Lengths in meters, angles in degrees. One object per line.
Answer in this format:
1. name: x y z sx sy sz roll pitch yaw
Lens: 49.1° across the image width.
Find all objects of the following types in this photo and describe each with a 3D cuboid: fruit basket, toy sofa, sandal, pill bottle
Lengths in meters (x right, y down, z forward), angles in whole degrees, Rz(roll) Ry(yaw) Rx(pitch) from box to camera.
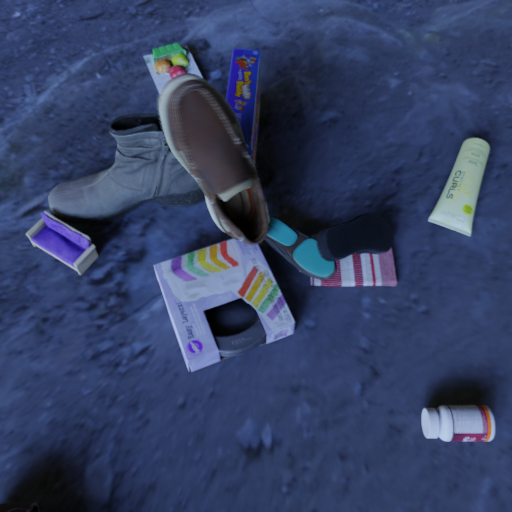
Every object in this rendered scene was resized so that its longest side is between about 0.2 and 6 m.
1. fruit basket: -1.950 -4.391 13.228 1.106 0.560 1.194 -21 76 -12
2. toy sofa: -3.641 -0.250 10.469 1.288 0.628 0.533 29 62 16
3. sandal: 1.721 -0.337 9.989 2.049 0.490 0.770 -8 88 -42
4. pill bottle: 3.128 2.603 8.712 0.992 0.543 0.543 0 58 0

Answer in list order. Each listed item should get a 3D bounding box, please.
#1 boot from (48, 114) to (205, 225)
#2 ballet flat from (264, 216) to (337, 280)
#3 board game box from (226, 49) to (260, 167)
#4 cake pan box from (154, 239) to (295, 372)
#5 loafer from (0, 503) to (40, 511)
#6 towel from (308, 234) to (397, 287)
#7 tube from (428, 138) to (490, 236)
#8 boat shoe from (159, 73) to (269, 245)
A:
1. boot: -2.471 -1.782 10.520 3.297 2.154 1.116 -11 58 -7
2. ballet flat: 0.778 -0.103 10.234 0.637 0.641 1.873 -41 59 -12
3. board game box: -0.278 -2.655 11.340 0.568 1.707 2.538 3 58 2
4. cake pan box: -0.577 0.794 9.862 1.962 0.557 2.130 -18 60 -9
5. loafer: -3.005 4.556 7.131 1.084 1.115 3.053 -21 60 -12
6. towel: 1.789 0.077 10.533 1.574 0.179 1.133 -1 59 1
7. tube: 4.185 -1.408 11.279 0.636 0.569 2.191 -1 53 46
8. boat shoe: -0.472 -1.418 9.102 1.188 3.217 1.190 -35 47 -6
